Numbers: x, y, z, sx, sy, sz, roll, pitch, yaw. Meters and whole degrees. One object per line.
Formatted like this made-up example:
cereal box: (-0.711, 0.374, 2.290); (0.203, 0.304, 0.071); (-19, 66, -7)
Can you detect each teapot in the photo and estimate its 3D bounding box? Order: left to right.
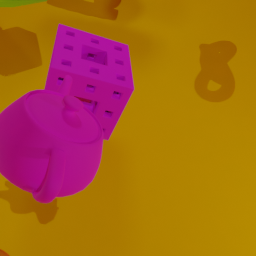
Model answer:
teapot: (-0.759, 0.040, 2.921); (1.165, 0.918, 1.874); (24, 27, -23)

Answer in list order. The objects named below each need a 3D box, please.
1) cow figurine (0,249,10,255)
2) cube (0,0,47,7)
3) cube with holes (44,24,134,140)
cow figurine: (-0.904, 1.450, 2.371); (1.132, 1.114, 0.621); (34, 96, 29)
cube: (-2.018, -2.414, 4.027); (1.157, 1.157, 1.157); (15, 27, 41)
cube with holes: (-0.793, -0.798, 5.110); (1.317, 1.317, 1.317); (12, 44, -18)
